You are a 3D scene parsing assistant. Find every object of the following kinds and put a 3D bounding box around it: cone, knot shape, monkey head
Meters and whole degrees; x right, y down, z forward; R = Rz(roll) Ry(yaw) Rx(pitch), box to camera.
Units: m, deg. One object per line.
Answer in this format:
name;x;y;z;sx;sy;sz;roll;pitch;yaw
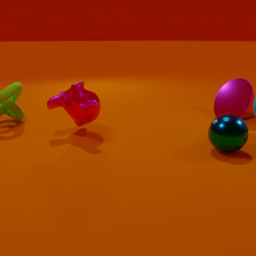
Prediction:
cone;3.911;-0.669;9.252;1.481;1.475;1.475;21;9;-27
knot shape;-3.753;-0.784;8.279;1.664;0.821;1.778;-32;-27;31
monkey head;-1.413;-0.554;7.558;1.302;1.091;1.810;-27;-7;-24

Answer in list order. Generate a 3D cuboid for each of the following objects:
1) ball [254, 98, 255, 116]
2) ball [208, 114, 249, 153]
ball;3.789;-0.536;6.890;1.279;1.279;1.279;0;19;0
ball;2.361;0.127;6.620;0.912;0.912;0.912;0;19;0
